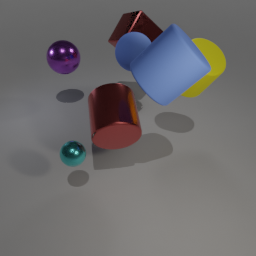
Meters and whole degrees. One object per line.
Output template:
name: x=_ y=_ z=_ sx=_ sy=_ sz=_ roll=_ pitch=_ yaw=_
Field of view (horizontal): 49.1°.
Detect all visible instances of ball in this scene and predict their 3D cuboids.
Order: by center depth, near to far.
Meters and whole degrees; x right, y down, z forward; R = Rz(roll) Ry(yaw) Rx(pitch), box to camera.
ball: x=-1.465 y=0.682 z=7.456 sx=0.700 sy=0.700 sz=0.700 roll=0 pitch=33 yaw=0
ball: x=0.227 y=-2.767 z=10.225 sx=1.400 sy=1.400 sz=1.400 roll=0 pitch=33 yaw=0
ball: x=-2.702 y=-2.959 z=11.755 sx=1.400 sy=1.400 sz=1.400 roll=0 pitch=33 yaw=0

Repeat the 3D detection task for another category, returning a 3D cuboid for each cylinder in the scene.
cylinder: x=1.009 y=-1.492 z=6.751 sx=1.400 sy=1.400 sz=1.400 roll=38 pitch=28 yaw=-25
cylinder: x=-0.401 y=-0.314 z=8.005 sx=1.400 sy=1.400 sz=1.400 roll=-5 pitch=58 yaw=-8
cylinder: x=2.193 y=-1.924 z=9.127 sx=1.400 sy=1.400 sz=1.400 roll=8 pitch=64 yaw=-16

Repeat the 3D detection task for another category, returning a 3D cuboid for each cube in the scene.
cube: x=0.310 y=-3.770 z=11.577 sx=1.400 sy=1.400 sz=1.400 roll=31 pitch=-3 yaw=-34
